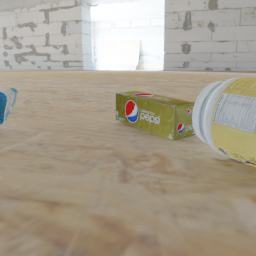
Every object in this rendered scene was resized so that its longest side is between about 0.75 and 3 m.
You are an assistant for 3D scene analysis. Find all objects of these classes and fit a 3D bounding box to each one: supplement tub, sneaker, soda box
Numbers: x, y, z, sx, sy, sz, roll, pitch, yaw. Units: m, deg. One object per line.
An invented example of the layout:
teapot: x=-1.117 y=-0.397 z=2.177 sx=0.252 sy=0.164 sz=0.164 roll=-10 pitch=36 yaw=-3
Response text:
supplement tub: x=2.322 y=-0.087 z=4.883 sx=1.539 sy=1.539 sz=2.117 roll=-8 pitch=16 yaw=-28
sneaker: x=-3.261 y=-0.555 z=7.463 sx=0.471 sy=1.232 sz=0.498 roll=42 pitch=38 yaw=1
soda box: x=0.656 y=-0.425 z=7.537 sx=0.801 sy=0.848 sz=2.504 roll=-11 pitch=19 yaw=-34
